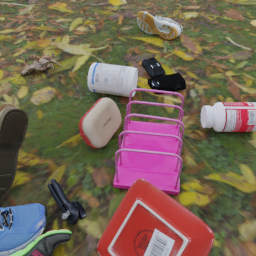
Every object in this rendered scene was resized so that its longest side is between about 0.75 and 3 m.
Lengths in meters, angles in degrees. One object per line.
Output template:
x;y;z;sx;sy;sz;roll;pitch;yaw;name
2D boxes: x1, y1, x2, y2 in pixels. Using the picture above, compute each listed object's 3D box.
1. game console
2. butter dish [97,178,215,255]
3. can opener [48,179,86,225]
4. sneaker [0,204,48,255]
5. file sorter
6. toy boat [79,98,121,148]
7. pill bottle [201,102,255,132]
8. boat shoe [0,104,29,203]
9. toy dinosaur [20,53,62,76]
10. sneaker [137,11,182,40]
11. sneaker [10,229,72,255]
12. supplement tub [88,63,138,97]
1.290;-2.171;11.188;1.340;0.274;2.272;-13;47;-14;game console
0.686;2.345;5.866;1.963;1.455;1.968;33;96;33;butter dish
-1.610;1.839;6.979;1.321;0.419;0.520;42;14;24;can opener
-3.127;2.195;6.062;2.700;1.203;1.060;-13;46;-14;sneaker
0.646;0.264;7.763;1.740;1.570;2.504;6;45;5;file sorter
-1.006;-0.172;8.760;1.123;1.121;1.718;-5;35;39;toy boat
3.219;-0.346;8.838;1.669;0.937;0.937;0;44;-1;pill bottle
-3.426;0.784;7.086;0.979;1.036;2.881;16;80;36;boat shoe
-3.583;-2.634;11.439;1.599;0.686;1.084;-21;15;-40;toy dinosaur
1.559;-5.057;13.812;2.425;0.917;1.063;35;45;20;sneaker
-1.910;2.778;5.990;1.656;0.636;0.694;-30;68;-21;sneaker
-0.539;-1.746;10.164;1.645;1.086;1.086;9;45;8;supplement tub
